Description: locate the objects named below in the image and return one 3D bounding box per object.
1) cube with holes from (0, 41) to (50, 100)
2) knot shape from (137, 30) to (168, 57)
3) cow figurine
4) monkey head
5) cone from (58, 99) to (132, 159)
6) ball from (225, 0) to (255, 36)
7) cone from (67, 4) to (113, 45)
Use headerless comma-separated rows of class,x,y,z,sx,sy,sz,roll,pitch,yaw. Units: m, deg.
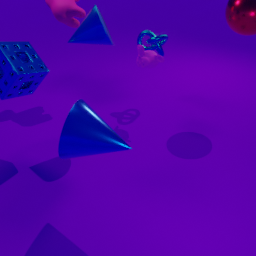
cube with holes,-2.610,-1.342,6.495,0.907,0.907,0.907,54,34,6
knot shape,0.872,-2.682,9.023,1.048,0.981,0.484,10,71,39
cow figurine,-2.263,-3.937,8.501,1.685,0.940,1.713,4,54,-42
monkey head,0.558,-2.055,7.978,0.607,0.725,1.007,-25,31,-23
cone,-0.447,0.188,4.800,1.097,1.093,1.093,18,36,5
ball,3.193,-3.064,7.279,1.266,1.266,1.266,0,34,0
cone,-0.979,-2.189,6.519,0.967,0.963,0.963,-22,33,7
